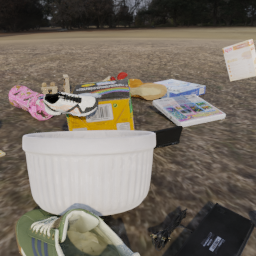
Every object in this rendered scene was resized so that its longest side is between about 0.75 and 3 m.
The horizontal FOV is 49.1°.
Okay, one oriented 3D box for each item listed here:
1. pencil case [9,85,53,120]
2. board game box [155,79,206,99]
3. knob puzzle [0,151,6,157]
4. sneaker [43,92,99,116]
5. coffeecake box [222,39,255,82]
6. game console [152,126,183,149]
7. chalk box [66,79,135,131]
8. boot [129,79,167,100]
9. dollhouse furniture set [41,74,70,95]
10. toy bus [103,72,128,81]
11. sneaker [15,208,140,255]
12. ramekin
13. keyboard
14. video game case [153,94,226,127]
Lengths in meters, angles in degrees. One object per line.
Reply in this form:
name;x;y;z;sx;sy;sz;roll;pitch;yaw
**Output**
pencil case;-3.782;-1.018;10.902;2.369;1.025;0.981;23;62;44
board game box;2.208;-1.858;13.581;2.171;0.471;2.161;-17;28;-36
knob puzzle;-4.137;0.735;7.624;1.244;0.172;1.244;0;22;0
sneaker;-1.325;-0.570;6.424;1.286;0.514;0.474;-4;58;1
coffeecake box;2.689;-1.596;6.657;0.635;0.827;0.302;-7;16;45
game console;0.806;0.181;8.048;1.278;0.744;1.124;-11;23;-8
chalk box;-0.694;-0.418;8.348;1.712;1.700;2.743;-5;21;2
boot;0.627;-1.920;13.038;2.310;0.813;1.654;-7;29;9
dollhouse furniture set;-3.530;-2.059;13.541;1.323;0.879;1.160;-7;23;-17
toy bus;-0.725;-1.082;10.751;2.246;1.161;2.120;-47;18;-25
sneaker;-0.777;1.603;4.014;0.951;1.273;2.836;-20;30;-40
ramekin;-0.690;0.738;5.352;2.469;1.296;2.469;-1;2;0
keyboard;1.227;1.888;4.761;1.307;0.212;2.057;23;30;32
video game case;2.297;-0.713;10.710;2.083;0.247;1.896;-11;34;-25
